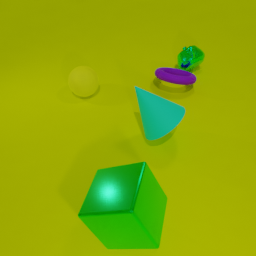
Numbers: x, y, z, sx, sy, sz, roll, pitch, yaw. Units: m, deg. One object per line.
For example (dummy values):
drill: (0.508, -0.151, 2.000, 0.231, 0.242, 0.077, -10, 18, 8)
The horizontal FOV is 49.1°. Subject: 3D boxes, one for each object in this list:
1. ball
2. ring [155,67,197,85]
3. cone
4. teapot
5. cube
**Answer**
ball: (-1.560, -1.641, 9.861, 1.077, 1.077, 1.077, 0, 45, 0)
ring: (1.724, -1.894, 10.169, 1.528, 0.306, 1.528, 8, 23, -3)
cone: (0.629, -0.641, 7.881, 1.404, 1.410, 1.404, -36, 19, 15)
teapot: (2.389, -2.763, 10.947, 1.094, 1.760, 0.862, -27, 82, 3)
cube: (-0.043, 1.673, 5.988, 1.275, 1.275, 1.275, -13, 34, 28)
